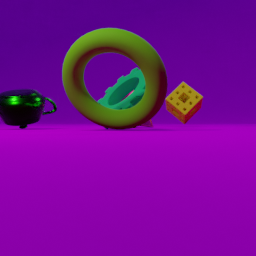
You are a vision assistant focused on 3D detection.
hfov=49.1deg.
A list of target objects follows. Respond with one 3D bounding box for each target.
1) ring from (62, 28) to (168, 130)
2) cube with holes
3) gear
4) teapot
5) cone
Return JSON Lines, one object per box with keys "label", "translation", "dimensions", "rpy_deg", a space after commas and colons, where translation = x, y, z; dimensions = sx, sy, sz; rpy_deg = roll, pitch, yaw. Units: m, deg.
{"label": "ring", "translation": [-0.252, -0.794, 4.990], "dimensions": [1.908, 1.908, 0.382], "rpy_deg": [0, 34, 14]}
{"label": "cube with holes", "translation": [2.282, -1.000, 11.447], "dimensions": [1.038, 1.038, 1.038], "rpy_deg": [43, -8, 21]}
{"label": "gear", "translation": [-0.020, -0.747, 6.529], "dimensions": [0.328, 1.774, 1.774], "rpy_deg": [48, -25, -26]}
{"label": "teapot", "translation": [-2.553, -0.408, 6.526], "dimensions": [1.802, 0.882, 1.120], "rpy_deg": [-11, 22, -28]}
{"label": "cone", "translation": [0.150, -0.900, 9.068], "dimensions": [1.571, 1.577, 1.571], "rpy_deg": [8, 0, 0]}
